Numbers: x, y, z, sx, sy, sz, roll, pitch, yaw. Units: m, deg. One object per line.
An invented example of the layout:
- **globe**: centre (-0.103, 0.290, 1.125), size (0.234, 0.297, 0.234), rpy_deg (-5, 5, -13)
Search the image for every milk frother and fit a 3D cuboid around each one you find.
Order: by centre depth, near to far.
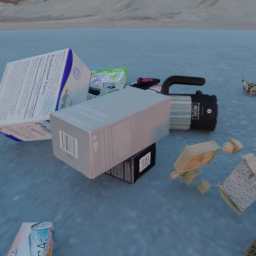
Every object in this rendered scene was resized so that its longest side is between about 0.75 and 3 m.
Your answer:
- **milk frother**: centre (1.662, -0.581, 8.456), size (1.688, 1.620, 1.795), rpy_deg (3, -19, 5)

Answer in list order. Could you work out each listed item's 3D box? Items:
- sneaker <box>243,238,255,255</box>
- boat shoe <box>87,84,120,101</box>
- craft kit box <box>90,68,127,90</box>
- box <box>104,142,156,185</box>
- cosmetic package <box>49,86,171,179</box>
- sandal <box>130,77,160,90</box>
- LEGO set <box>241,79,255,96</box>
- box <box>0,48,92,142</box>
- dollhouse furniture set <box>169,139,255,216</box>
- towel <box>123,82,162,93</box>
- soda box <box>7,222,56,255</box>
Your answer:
- **sneaker**: centre (2.646, 1.599, 3.842), size (2.296, 0.867, 0.809), rpy_deg (-26, 44, -5)
- **boat shoe**: centre (-0.697, -0.927, 9.181), size (2.805, 0.999, 0.978), rpy_deg (13, 27, 27)
- **craft kit box**: centre (-1.397, -1.981, 11.935), size (2.524, 0.620, 2.556), rpy_deg (-1, 23, 6)
- **box**: centre (-0.149, 0.579, 6.158), size (1.246, 0.650, 0.922), rpy_deg (16, 29, 33)
- **cosmetic package**: centre (-0.259, -0.062, 5.624), size (1.220, 1.030, 2.284), rpy_deg (22, 31, 40)
- **sandal**: centre (0.719, -1.962, 11.734), size (0.739, 0.443, 1.967), rpy_deg (18, 30, 29)
- **LEGO set**: centre (5.338, -1.581, 11.535), size (1.932, 0.548, 1.255), rpy_deg (7, 23, -16)
- **box**: centre (-2.134, -0.738, 6.943), size (2.063, 1.082, 1.897), rpy_deg (-5, 64, 25)
- **dollhouse furniture set**: centre (1.556, 1.043, 4.709), size (0.790, 1.380, 1.618), rpy_deg (-7, 48, -34)
- **towel**: centre (0.549, -1.554, 11.637), size (1.399, 0.221, 1.942), rpy_deg (16, 30, 30)
- **soda box**: centre (-1.316, 1.835, 3.564), size (0.468, 0.435, 1.369), rpy_deg (0, 24, 0)
